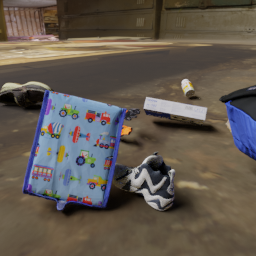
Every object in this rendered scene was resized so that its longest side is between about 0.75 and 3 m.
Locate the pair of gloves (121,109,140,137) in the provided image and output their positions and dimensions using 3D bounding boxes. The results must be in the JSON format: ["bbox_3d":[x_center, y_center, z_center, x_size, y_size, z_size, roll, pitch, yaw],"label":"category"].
[{"bbox_3d":[-0.036,-0.143,7.609,0.825,0.114,0.926,-1,56,54],"label":"pair of gloves"}]

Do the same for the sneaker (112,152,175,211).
[{"bbox_3d":[0.257,0.753,5.124,1.444,0.940,0.576,29,29,37],"label":"sneaker"}]

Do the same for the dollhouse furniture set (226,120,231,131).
[{"bbox_3d":[3.268,-0.335,8.132,0.372,0.964,0.482,12,28,-13],"label":"dollhouse furniture set"}]

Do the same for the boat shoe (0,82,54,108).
[{"bbox_3d":[-3.831,-1.149,10.430,2.556,0.936,0.828,3,51,30],"label":"boat shoe"}]

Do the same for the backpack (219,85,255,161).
[{"bbox_3d":[3.210,0.179,4.734,2.143,2.213,2.637,-24,13,6],"label":"backpack"}]

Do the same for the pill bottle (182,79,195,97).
[{"bbox_3d":[2.510,-1.698,11.784,0.426,0.426,0.766,-3,48,-8],"label":"pill bottle"}]

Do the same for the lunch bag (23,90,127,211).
[{"bbox_3d":[-0.949,0.494,4.996,1.452,1.928,0.907,13,-18,-7],"label":"lunch bag"}]

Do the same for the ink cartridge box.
[{"bbox_3d":[1.438,-0.500,8.572,1.816,0.402,0.854,12,-8,11],"label":"ink cartridge box"}]
